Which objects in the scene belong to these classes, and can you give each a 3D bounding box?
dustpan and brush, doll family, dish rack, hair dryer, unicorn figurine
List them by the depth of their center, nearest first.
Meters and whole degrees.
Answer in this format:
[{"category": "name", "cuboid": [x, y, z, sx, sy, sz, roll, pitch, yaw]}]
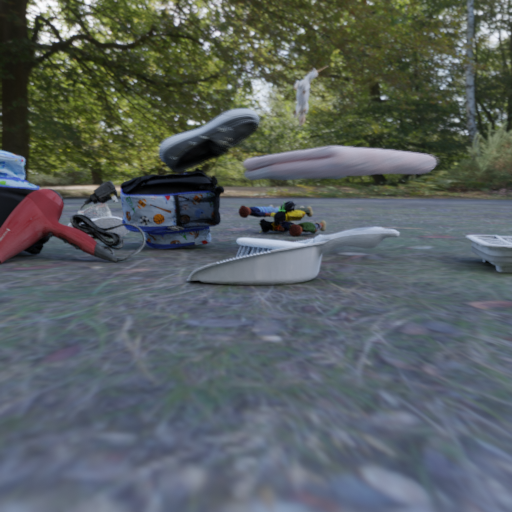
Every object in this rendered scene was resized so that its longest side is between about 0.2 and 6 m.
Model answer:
[{"category": "dustpan and brush", "cuboid": [0.631, -0.051, 8.144, 2.835, 0.811, 1.978, 3, 8, 24]}, {"category": "dish rack", "cuboid": [4.749, -0.030, 9.310, 2.215, 0.482, 1.901, 1, 7, 10]}, {"category": "hair dryer", "cuboid": [-3.524, -0.528, 10.103, 2.643, 0.718, 2.013, -20, 49, -17]}, {"category": "unicorn figurine", "cuboid": [1.148, -3.847, 13.255, 0.508, 1.376, 0.945, 23, 31, 5]}, {"category": "doll family", "cuboid": [0.622, -1.032, 15.504, 2.548, 1.000, 1.473, 0, 10, 43]}]

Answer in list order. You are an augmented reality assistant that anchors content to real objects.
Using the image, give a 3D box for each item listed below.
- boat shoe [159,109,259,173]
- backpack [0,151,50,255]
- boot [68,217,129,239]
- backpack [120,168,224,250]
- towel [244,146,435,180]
[{"category": "boat shoe", "cuboid": [-1.004, -2.631, 13.123, 2.547, 0.874, 0.721, -25, 55, -11]}, {"category": "backpack", "cuboid": [-5.893, -1.119, 11.255, 2.681, 2.153, 2.929, -1, 3, -36]}, {"category": "boot", "cuboid": [-4.001, -0.763, 14.416, 1.607, 0.585, 0.726, -1, 13, -1]}, {"category": "backpack", "cuboid": [-1.904, -1.069, 12.250, 2.097, 1.696, 2.202, 1, 12, -14]}, {"category": "towel", "cuboid": [1.572, -1.739, 10.876, 2.775, 0.447, 2.650, -6, 6, -38]}]
